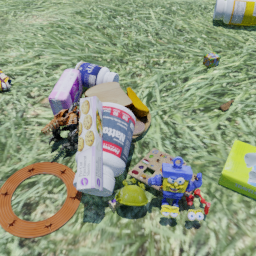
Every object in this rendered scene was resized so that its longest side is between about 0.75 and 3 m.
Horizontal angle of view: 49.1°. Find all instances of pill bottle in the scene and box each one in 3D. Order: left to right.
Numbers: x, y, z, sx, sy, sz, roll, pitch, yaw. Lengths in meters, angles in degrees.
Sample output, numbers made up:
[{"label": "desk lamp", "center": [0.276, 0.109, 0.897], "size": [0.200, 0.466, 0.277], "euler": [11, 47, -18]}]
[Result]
[{"label": "pill bottle", "center": [-1.428, -2.296, 12.826], "size": [1.882, 1.126, 1.126], "euler": [17, 48, 15]}, {"label": "pill bottle", "center": [-0.795, 0.718, 9.319], "size": [1.676, 1.676, 2.803], "euler": [9, 61, 8]}, {"label": "pill bottle", "center": [6.859, -7.228, 17.317], "size": [2.873, 1.620, 1.620], "euler": [8, 46, 8]}]

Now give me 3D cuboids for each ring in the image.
[{"label": "ring", "center": [-2.888, 2.165, 9.072], "size": [2.755, 0.264, 2.755], "euler": [0, 45, 0]}]

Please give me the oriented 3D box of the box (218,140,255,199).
[{"label": "box", "center": [4.680, 1.635, 9.306], "size": [2.847, 0.679, 1.736], "euler": [21, 50, 20]}]

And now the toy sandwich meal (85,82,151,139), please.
[{"label": "toy sandwich meal", "center": [-0.453, -0.722, 11.344], "size": [3.002, 1.028, 3.002], "euler": [0, 46, 0]}]

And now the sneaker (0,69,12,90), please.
[{"label": "sneaker", "center": [-5.890, -2.301, 13.313], "size": [0.652, 0.542, 1.447], "euler": [-8, 52, -20]}]

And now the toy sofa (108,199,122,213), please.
[{"label": "toy sofa", "center": [-0.211, 2.269, 8.900], "size": [0.850, 0.352, 0.415], "euler": [-24, 51, -22]}]

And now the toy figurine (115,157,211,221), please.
[{"label": "toy figurine", "center": [1.147, 1.480, 8.398], "size": [2.858, 1.712, 1.508], "euler": [8, 28, 3]}]

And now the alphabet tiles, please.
[{"label": "alphabet tiles", "center": [1.336, 1.530, 9.534], "size": [2.077, 0.078, 1.737], "euler": [25, 40, 26]}]

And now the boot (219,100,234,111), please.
[{"label": "boot", "center": [4.345, -0.969, 12.176], "size": [0.779, 0.287, 0.294], "euler": [-28, 69, -18]}]

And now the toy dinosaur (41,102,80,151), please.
[{"label": "toy dinosaur", "center": [-2.261, -0.152, 10.229], "size": [2.455, 1.666, 1.254], "euler": [-4, 28, -43]}]

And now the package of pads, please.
[{"label": "package of pads", "center": [-2.594, -1.421, 11.867], "size": [0.796, 1.267, 2.103], "euler": [7, 47, 7]}]

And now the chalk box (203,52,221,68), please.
[{"label": "chalk box", "center": [4.393, -3.530, 14.451], "size": [0.852, 0.532, 0.528], "euler": [-18, 48, -16]}]

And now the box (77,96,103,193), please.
[{"label": "box", "center": [-1.091, 0.427, 8.195], "size": [0.588, 0.549, 2.837], "euler": [-9, 66, 16]}]
